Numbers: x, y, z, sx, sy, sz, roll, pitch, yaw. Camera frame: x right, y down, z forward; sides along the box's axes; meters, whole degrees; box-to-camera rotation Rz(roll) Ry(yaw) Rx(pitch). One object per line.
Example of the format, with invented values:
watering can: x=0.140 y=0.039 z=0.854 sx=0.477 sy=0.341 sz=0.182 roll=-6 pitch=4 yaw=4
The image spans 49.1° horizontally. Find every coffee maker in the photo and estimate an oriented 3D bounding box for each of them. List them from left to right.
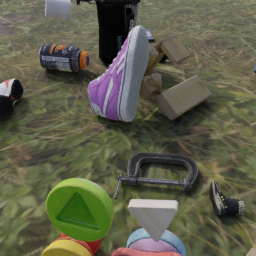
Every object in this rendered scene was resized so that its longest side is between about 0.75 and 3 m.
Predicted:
coffee maker: x=-0.722 y=-4.066 z=11.655 sx=2.428 sy=2.527 sz=1.702 roll=4 pitch=34 yaw=4

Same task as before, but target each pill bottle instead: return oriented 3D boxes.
pill bottle: x=-2.486 y=-2.774 z=11.176 sx=1.871 sy=0.994 sz=0.994 roll=7 pitch=36 yaw=9

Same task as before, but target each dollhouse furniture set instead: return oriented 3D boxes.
dollhouse furniture set: x=1.153 y=-1.387 z=9.695 sx=2.318 sy=1.986 sz=2.437 roll=-30 pitch=80 yaw=-35

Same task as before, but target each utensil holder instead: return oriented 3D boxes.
utensil holder: x=-2.493 y=-4.225 z=9.934 sx=0.824 sy=0.700 sz=0.700 roll=0 pitch=34 yaw=-21

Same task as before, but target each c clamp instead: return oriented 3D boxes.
c clamp: x=0.688 y=1.094 z=6.406 sx=1.900 sy=0.257 sz=1.624 roll=0 pitch=30 yaw=2

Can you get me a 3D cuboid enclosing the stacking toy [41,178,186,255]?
stacking toy: x=-0.156 y=1.540 z=4.308 sx=2.257 sy=2.043 sz=0.953 roll=7 pitch=24 yaw=12

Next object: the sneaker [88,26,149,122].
sneaker: x=-0.397 y=-1.718 z=8.455 sx=1.648 sy=2.891 sz=1.048 roll=11 pitch=-8 yaw=28

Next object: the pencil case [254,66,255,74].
pencil case: x=5.349 y=-1.922 z=10.227 sx=0.723 sy=0.649 sz=1.664 roll=-31 pitch=36 yaw=9

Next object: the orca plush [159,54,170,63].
orca plush: x=1.319 y=-3.382 z=12.332 sx=1.763 sy=0.627 sz=0.928 roll=20 pitch=40 yaw=26

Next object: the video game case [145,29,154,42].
video game case: x=0.653 y=-4.944 z=14.951 sx=1.263 sy=0.168 sz=1.768 roll=-3 pitch=36 yaw=-4

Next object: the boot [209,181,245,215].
boot: x=2.035 y=1.465 z=5.810 sx=0.588 sy=0.281 sz=0.779 roll=3 pitch=41 yaw=0

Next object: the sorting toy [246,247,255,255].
sorting toy: x=2.337 y=2.577 z=4.310 sx=1.011 sy=0.182 sz=1.357 roll=-28 pitch=44 yaw=-34

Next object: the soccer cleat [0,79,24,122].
soccer cleat: x=-4.009 y=-0.825 z=8.741 sx=0.823 sy=0.767 sz=2.249 roll=-12 pitch=34 yaw=8
